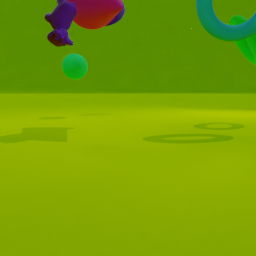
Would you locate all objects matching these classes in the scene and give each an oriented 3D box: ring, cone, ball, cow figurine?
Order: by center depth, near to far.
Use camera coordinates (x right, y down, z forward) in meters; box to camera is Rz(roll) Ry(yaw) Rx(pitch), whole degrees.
[{"bbox_3d":[-1.474,-2.387,6.385,1.024,1.041,0.571,43,9,36],"label":"cow figurine"},{"bbox_3d":[2.638,-3.109,6.793,1.943,1.943,0.389,0,22,2],"label":"ring"},{"bbox_3d":[-0.521,-3.070,6.849,1.615,1.615,1.621,-5,31,-32],"label":"cone"},{"bbox_3d":[-0.760,-3.912,7.824,1.437,1.437,1.442,-1,-25,-5],"label":"cone"},{"bbox_3d":[3.752,-2.756,8.815,0.348,1.740,1.740,-33,0,14],"label":"ring"},{"bbox_3d":[-2.096,-2.421,11.062,0.996,0.996,0.996,0,8,0],"label":"ball"}]
